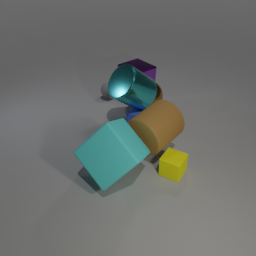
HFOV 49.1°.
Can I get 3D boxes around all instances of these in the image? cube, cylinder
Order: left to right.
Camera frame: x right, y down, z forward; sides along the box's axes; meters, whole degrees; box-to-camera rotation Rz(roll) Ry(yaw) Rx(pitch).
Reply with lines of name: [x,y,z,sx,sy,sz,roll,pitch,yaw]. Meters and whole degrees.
cube: [-0.427,0.717,8.274,1.400,1.400,1.400,51,18,6]
cylinder: [0.175,-1.564,10.911,1.400,1.400,1.400,21,12,-45]
cube: [0.420,-2.498,14.100,1.400,1.400,1.400,-26,44,-34]
cube: [0.426,-0.366,11.400,0.700,0.700,0.700,-24,31,-33]
cylinder: [0.936,-0.033,9.401,1.400,1.400,1.400,27,50,36]
cube: [1.457,1.177,9.017,0.700,0.700,0.700,19,40,27]

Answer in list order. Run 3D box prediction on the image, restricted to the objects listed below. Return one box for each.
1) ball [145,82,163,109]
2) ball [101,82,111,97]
ball: [0.858,-1.442,12.526,1.400,1.400,1.400,0,32,0]
ball: [-0.967,-1.839,13.480,0.700,0.700,0.700,0,32,0]
